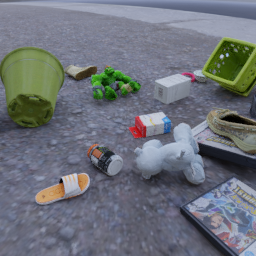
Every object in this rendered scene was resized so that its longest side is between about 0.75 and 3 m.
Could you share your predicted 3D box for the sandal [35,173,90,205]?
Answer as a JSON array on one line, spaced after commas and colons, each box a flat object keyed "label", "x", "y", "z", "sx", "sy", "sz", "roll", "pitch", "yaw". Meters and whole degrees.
[{"label": "sandal", "x": -1.775, "y": 1.635, "z": 7.619, "sx": 1.536, "sy": 0.440, "sz": 0.588, "roll": -21, "pitch": 55, "yaw": -16}]

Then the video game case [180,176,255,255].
[{"label": "video game case", "x": 2.675, "y": 2.161, "z": 6.777, "sx": 1.912, "sy": 0.270, "sz": 2.115, "roll": -23, "pitch": 33, "yaw": -21}]

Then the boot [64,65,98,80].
[{"label": "boot", "x": -2.631, "y": -3.225, "z": 15.692, "sx": 1.238, "sy": 0.580, "sz": 1.593, "roll": 26, "pitch": 43, "yaw": 35}]

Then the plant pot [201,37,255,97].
[{"label": "plant pot", "x": 5.156, "y": -2.803, "z": 13.311, "sx": 1.891, "sy": 2.084, "sz": 2.074, "roll": 25, "pitch": 9, "yaw": -42}]

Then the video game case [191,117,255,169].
[{"label": "video game case", "x": 3.722, "y": 0.291, "z": 9.567, "sx": 2.705, "sy": 0.382, "sz": 2.993, "roll": -27, "pitch": 29, "yaw": -36}]

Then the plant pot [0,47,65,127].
[{"label": "plant pot", "x": -3.854, "y": -1.426, "z": 11.263, "sx": 2.688, "sy": 2.688, "sz": 2.553, "roll": -6, "pitch": 45, "yaw": -10}]

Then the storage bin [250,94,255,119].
[{"label": "storage bin", "x": 5.637, "y": -0.613, "z": 11.165, "sx": 1.175, "sy": 0.815, "sz": 1.738, "roll": 7, "pitch": 31, "yaw": 11}]

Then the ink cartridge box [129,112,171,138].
[{"label": "ink cartridge box", "x": 0.806, "y": -0.116, "z": 10.647, "sx": 1.434, "sy": 0.482, "sz": 0.833, "roll": -11, "pitch": 33, "yaw": -16}]

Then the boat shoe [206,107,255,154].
[{"label": "boat shoe", "x": 3.494, "y": -0.155, "z": 9.064, "sx": 1.032, "sy": 0.883, "sz": 2.816, "roll": -14, "pitch": 25, "yaw": -13}]

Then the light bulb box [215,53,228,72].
[{"label": "light bulb box", "x": 6.024, "y": -3.541, "z": 15.762, "sx": 1.594, "sy": 1.003, "sz": 1.608, "roll": 26, "pitch": 40, "yaw": 36}]

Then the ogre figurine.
[{"label": "ogre figurine", "x": -0.777, "y": -2.097, "z": 13.314, "sx": 2.570, "sy": 1.261, "sz": 1.541, "roll": -31, "pitch": 59, "yaw": -19}]

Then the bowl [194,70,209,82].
[{"label": "bowl", "x": 3.971, "y": -2.741, "z": 15.012, "sx": 0.942, "sy": 0.424, "sz": 0.942, "roll": 0, "pitch": 31, "yaw": 0}]

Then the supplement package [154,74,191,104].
[{"label": "supplement package", "x": 2.077, "y": -1.841, "z": 13.079, "sx": 1.529, "sy": 0.894, "sz": 0.897, "roll": -21, "pitch": 37, "yaw": -30}]

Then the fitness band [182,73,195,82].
[{"label": "fitness band", "x": 3.277, "y": -2.758, "z": 15.285, "sx": 0.729, "sy": 0.190, "sz": 1.015, "roll": 8, "pitch": 33, "yaw": 6}]

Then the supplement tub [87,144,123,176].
[{"label": "supplement tub", "x": -0.734, "y": 0.960, "z": 8.708, "sx": 0.668, "sy": 0.668, "sz": 1.090, "roll": -26, "pitch": 40, "yaw": -35}]

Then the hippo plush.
[{"label": "hippo plush", "x": 1.192, "y": 1.033, "z": 8.233, "sx": 1.708, "sy": 1.692, "sz": 2.125, "roll": -19, "pitch": 19, "yaw": 21}]
